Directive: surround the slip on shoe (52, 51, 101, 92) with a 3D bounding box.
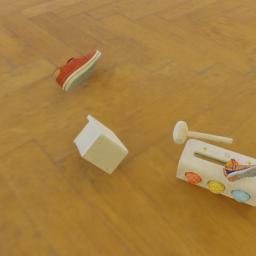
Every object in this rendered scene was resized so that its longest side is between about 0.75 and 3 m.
[{"bbox_3d":[-1.746,-2.228,10.054,0.819,0.992,2.678,36,41,-1],"label":"slip on shoe"}]

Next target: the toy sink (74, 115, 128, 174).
[{"bbox_3d":[-0.797,0.419,7.467,0.822,0.956,1.467,-50,30,4],"label":"toy sink"}]

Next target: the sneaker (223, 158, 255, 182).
[{"bbox_3d":[2.587,0.875,6.342,0.881,0.342,0.493,-12,37,2],"label":"sneaker"}]

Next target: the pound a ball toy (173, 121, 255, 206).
[{"bbox_3d":[2.132,0.948,6.874,2.386,1.556,1.014,19,56,16],"label":"pound a ball toy"}]
